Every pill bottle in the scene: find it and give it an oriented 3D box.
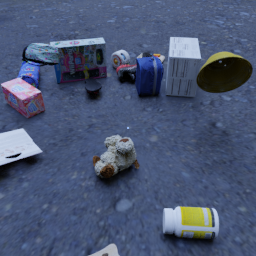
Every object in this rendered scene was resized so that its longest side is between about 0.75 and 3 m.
[{"bbox_3d":[1.634,2.500,7.432,1.362,0.778,0.778,3,37,2],"label":"pill bottle"}]

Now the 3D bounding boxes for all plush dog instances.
[{"bbox_3d":[-0.461,1.097,9.235,1.423,1.329,1.657,-32,15,-16],"label":"plush dog"}]

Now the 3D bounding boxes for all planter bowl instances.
[{"bbox_3d":[3.298,-2.087,9.811,1.867,1.867,0.778,0,59,0],"label":"planter bowl"}]

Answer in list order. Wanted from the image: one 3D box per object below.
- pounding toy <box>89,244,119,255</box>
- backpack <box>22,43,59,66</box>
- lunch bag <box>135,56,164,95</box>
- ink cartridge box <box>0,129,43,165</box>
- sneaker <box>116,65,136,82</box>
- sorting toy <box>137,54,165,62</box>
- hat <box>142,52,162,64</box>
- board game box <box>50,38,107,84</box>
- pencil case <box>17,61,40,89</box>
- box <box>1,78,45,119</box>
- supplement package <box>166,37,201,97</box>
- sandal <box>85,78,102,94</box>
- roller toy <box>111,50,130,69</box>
[{"bbox_3d":[-1.059,3.607,6.172,2.182,1.252,1.248,-15,10,-33],"label":"pounding toy"},{"bbox_3d":[-2.830,-2.439,9.305,1.125,0.712,0.939,16,23,28],"label":"backpack"},{"bbox_3d":[1.045,-2.519,13.222,1.211,1.830,1.243,-4,39,-7],"label":"lunch bag"},{"bbox_3d":[-4.196,0.782,9.714,1.866,0.417,1.644,-17,43,-40],"label":"ink cartridge box"},{"bbox_3d":[0.489,-2.889,14.449,2.213,0.782,1.081,-10,41,7],"label":"sneaker"},{"bbox_3d":[1.377,-4.179,16.564,1.475,0.269,1.365,11,28,12],"label":"sorting toy"},{"bbox_3d":[1.255,-3.611,15.652,1.384,0.558,1.384,17,40,-15],"label":"hat"},{"bbox_3d":[-2.480,-3.457,14.370,2.666,1.967,0.857,-9,40,-12],"label":"board game box"},{"bbox_3d":[-5.027,-2.701,14.176,1.081,0.971,2.488,-4,37,-10],"label":"pencil case"},{"bbox_3d":[-4.641,-1.359,12.382,1.955,1.003,0.925,31,47,33],"label":"box"},{"bbox_3d":[2.663,-3.026,13.741,1.429,2.007,2.576,5,37,7],"label":"supplement package"},{"bbox_3d":[-1.741,-2.014,13.796,0.803,0.482,2.138,-2,22,-11],"label":"sandal"},{"bbox_3d":[-0.454,-3.806,15.646,1.065,0.972,0.744,26,44,31],"label":"roller toy"}]
